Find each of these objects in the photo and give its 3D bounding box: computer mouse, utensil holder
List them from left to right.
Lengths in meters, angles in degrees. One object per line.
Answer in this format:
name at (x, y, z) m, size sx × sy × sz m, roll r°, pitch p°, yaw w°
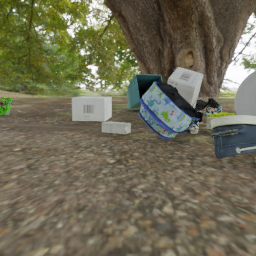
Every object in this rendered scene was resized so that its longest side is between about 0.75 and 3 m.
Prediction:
computer mouse at (3.779, -1.396, 16.196) m, size 2.713 × 0.715 × 1.879 m, roll -10°, pitch 12°, yaw 12°
utensil holder at (4.982, -0.908, 9.005) m, size 2.353 × 2.353 × 2.769 m, roll 7°, pitch 12°, yaw 41°

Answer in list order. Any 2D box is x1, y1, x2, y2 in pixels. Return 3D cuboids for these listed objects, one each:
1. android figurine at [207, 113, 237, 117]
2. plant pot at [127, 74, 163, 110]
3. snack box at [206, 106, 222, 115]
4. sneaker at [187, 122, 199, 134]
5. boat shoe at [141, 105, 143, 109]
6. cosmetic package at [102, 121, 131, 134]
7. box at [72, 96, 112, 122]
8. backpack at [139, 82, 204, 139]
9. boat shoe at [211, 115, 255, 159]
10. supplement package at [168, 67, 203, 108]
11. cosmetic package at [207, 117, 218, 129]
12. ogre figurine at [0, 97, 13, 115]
android figurine at (4.601, -0.618, 13.729) m, size 1.366 × 0.280 × 1.243 m, roll -1°, pitch 4°, yaw 26°
plant pot at (0.975, -2.201, 18.797) m, size 1.850 × 1.849 × 2.618 m, roll -3°, pitch -13°, yaw -22°
snack box at (4.913, -1.011, 16.054) m, size 0.867 × 0.504 × 0.161 m, roll 3°, pitch 8°, yaw 22°
sneaker at (1.961, -0.183, 9.574) m, size 0.964 × 0.627 × 0.385 m, roll 5°, pitch -35°, yaw 28°
boat shoe at (1.568, -1.283, 17.817) m, size 1.689 × 0.541 × 0.622 m, roll -3°, pitch 9°, yaw -22°
cosmetic package at (-0.398, -0.013, 9.576) m, size 0.897 × 0.364 × 0.506 m, roll 2°, pitch 7°, yaw 22°
box at (-1.695, -0.968, 13.652) m, size 1.558 × 1.088 × 2.046 m, roll 1°, pitch 8°, yaw 6°
backpack at (1.119, -0.471, 8.156) m, size 1.596 × 1.282 × 1.744 m, roll 48°, pitch 18°, yaw 19°
boat shoe at (2.855, 0.299, 5.497) m, size 2.737 × 0.846 × 1.025 m, roll 6°, pitch -11°, yaw -25°
supplement package at (2.201, -1.294, 11.417) m, size 1.116 × 1.902 × 1.112 m, roll 21°, pitch 46°, yaw 18°
cosmetic package at (3.341, -0.152, 10.261) m, size 0.319 × 0.452 × 0.874 m, roll -6°, pitch 11°, yaw -40°
ogre figurine at (-7.161, -1.239, 15.819) m, size 1.720 × 1.031 × 0.844 m, roll 3°, pitch 4°, yaw 10°
